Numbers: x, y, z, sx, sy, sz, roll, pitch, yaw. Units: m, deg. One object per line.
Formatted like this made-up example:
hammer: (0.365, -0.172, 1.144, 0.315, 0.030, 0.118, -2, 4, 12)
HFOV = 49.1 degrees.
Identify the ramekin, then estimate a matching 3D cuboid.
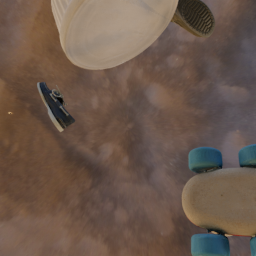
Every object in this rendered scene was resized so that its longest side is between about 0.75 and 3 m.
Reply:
ramekin: (-0.354, -2.560, 5.869, 2.650, 2.650, 1.234, -27, 72, -9)

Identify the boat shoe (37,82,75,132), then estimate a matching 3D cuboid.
boat shoe: (-1.223, -0.426, 4.711, 0.344, 0.416, 1.112, -30, 53, -6)

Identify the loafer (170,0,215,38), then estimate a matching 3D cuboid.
loafer: (1.447, -3.168, 7.538, 2.050, 0.714, 0.771, 39, 88, -4)

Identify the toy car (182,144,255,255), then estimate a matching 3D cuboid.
toy car: (2.034, 1.547, 5.376, 1.774, 2.006, 1.849, -5, 62, 17)
